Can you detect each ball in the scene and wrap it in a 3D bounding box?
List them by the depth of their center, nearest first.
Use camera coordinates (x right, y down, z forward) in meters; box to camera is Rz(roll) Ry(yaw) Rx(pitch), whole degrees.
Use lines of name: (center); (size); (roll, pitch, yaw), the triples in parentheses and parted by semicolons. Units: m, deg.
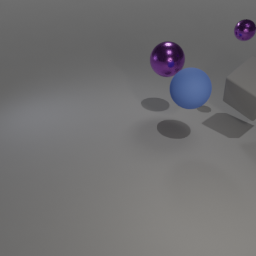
ball: (3.955, -3.305, 9.467); (0.700, 0.700, 0.700); (0, 31, 0)
ball: (2.120, -1.339, 9.523); (1.400, 1.400, 1.400); (0, 31, 0)
ball: (1.574, -2.742, 11.217); (1.400, 1.400, 1.400); (0, 31, 0)

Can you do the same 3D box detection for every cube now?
cube: (4.451, -1.407, 9.995); (1.400, 1.400, 1.400); (-39, 59, -11)
